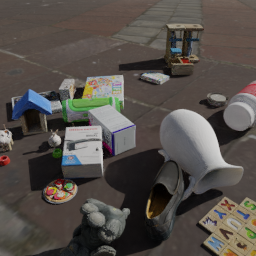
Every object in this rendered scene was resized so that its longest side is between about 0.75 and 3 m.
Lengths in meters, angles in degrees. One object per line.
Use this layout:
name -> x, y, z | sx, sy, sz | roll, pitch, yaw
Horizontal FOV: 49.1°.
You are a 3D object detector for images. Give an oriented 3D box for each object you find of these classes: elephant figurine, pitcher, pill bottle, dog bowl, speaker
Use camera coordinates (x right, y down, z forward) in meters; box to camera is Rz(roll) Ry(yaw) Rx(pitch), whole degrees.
elephant figurine -> -0.784, 2.302, 5.582 | 1.220, 1.572, 1.113 | 25, 7, -7
pitcher -> 1.572, 0.720, 7.743 | 2.088, 1.475, 2.433 | -22, 48, -5
pill bottle -> 4.376, -0.796, 10.003 | 1.269, 1.269, 2.261 | 26, 42, 34
dog bowl -> 3.673, -1.166, 11.490 | 0.860, 0.252, 0.860 | 0, 33, 0
speaker -> -1.332, -0.677, 10.194 | 2.023, 0.895, 0.895 | -5, 33, -7

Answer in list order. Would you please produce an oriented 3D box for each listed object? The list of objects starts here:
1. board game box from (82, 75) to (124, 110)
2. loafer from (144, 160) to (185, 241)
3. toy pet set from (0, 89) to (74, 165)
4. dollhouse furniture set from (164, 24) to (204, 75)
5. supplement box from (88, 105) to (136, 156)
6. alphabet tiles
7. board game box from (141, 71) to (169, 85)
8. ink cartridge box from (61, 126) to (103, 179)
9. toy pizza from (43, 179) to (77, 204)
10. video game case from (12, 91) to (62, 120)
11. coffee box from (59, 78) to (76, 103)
board game box -> -1.001, -1.508, 11.753 | 1.627, 0.414, 2.420 | -3, 34, 0
loafer -> 0.873, 1.508, 6.554 | 0.763, 0.758, 2.097 | -1, 42, 20
toy pet set -> -2.875, -0.186, 9.003 | 2.505, 1.330, 2.339 | -8, 34, -13
dollhouse furniture set -> 3.037, -4.131, 14.523 | 1.871, 1.882, 2.670 | -1, 32, -2
supplement box -> -0.554, 0.018, 9.132 | 0.872, 0.854, 1.687 | -20, 38, -28
alphabet tiles -> 2.843, 2.450, 6.125 | 1.936, 0.074, 2.327 | -26, 42, -35
board game box -> 1.305, -2.438, 13.488 | 1.120, 0.192, 0.753 | 24, 40, 32
ink cartridge box -> -1.292, 0.666, 8.132 | 1.089, 0.634, 1.506 | -3, 43, -4
toy pizza -> -1.774, 1.616, 7.342 | 0.872, 0.138, 0.872 | 0, 33, 0
video game case -> -3.661, -0.940, 11.196 | 1.798, 0.210, 1.635 | -13, 36, -17
coffee box -> -2.533, -1.582, 11.786 | 0.439, 0.630, 1.103 | -1, 32, 2
